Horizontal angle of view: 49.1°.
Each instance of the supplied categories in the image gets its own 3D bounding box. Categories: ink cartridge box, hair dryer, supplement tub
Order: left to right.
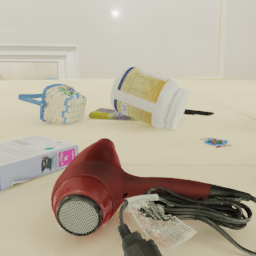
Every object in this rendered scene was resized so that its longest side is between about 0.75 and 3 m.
[{"bbox_3d":[-2.303,0.633,5.231,1.451,0.510,2.432,8,12,35],"label":"ink cartridge box"},{"bbox_3d":[0.180,0.908,3.639,2.273,0.811,2.984,0,23,-38],"label":"hair dryer"},{"bbox_3d":[0.723,-0.975,9.264,2.260,1.632,1.632,23,19,18],"label":"supplement tub"}]

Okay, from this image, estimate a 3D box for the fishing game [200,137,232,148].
[{"bbox_3d":[2.342,0.345,7.438,0.606,0.132,0.847,-5,13,-11],"label":"fishing game"}]

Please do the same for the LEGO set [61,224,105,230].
[{"bbox_3d":[-0.650,1.106,3.823,0.564,0.185,0.756,1,11,-16],"label":"LEGO set"}]

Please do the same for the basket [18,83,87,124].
[{"bbox_3d":[-2.652,-0.931,10.213,2.039,1.418,1.798,12,13,15],"label":"basket"}]

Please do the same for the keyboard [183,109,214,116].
[{"bbox_3d":[2.807,-0.706,12.203,1.617,0.167,1.027,11,16,43],"label":"keyboard"}]

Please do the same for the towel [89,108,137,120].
[{"bbox_3d":[-0.302,-0.591,11.413,2.312,0.263,1.660,3,12,15],"label":"towel"}]
